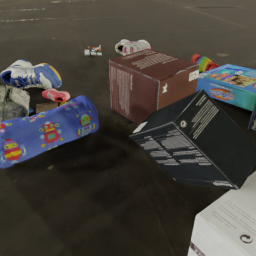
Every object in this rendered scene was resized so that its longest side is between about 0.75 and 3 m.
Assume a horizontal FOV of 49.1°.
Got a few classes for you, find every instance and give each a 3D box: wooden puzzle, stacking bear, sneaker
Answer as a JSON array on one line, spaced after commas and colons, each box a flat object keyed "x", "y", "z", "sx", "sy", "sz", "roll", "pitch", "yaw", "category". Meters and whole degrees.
[{"x": -2.764, "y": -0.668, "z": 9.609, "sx": 1.236, "sy": 0.145, "sz": 0.834, "roll": -4, "pitch": 29, "yaw": -6, "category": "wooden puzzle"}, {"x": 3.448, "y": -2.748, "z": 12.372, "sx": 1.223, "sy": 0.743, "sz": 0.696, "roll": 33, "pitch": 46, "yaw": 28, "category": "stacking bear"}, {"x": 0.200, "y": -3.952, "z": 14.123, "sx": 2.016, "sy": 0.820, "sz": 0.889, "roll": 12, "pitch": 35, "yaw": 33, "category": "sneaker"}, {"x": -2.660, "y": -1.163, "z": 10.124, "sx": 1.057, "sy": 0.390, "sz": 0.458, "roll": 7, "pitch": 35, "yaw": 11, "category": "sneaker"}, {"x": -3.766, "y": -1.848, "z": 10.796, "sx": 2.809, "sy": 1.057, "sz": 1.238, "roll": 15, "pitch": 45, "yaw": 35, "category": "sneaker"}]

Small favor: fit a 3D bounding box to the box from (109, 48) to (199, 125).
[{"x": 0.765, "y": -1.266, "z": 8.959, "sx": 1.829, "sy": 1.811, "sz": 2.205, "roll": -25, "pitch": 41, "yaw": -33, "category": "box"}]

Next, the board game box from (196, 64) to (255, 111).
[{"x": 4.072, "y": -1.577, "z": 10.211, "sx": 2.148, "sy": 0.635, "sz": 2.824, "roll": -22, "pitch": 32, "yaw": -27, "category": "board game box"}]

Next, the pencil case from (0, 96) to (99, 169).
[{"x": -2.291, "y": 0.037, "z": 7.584, "sx": 2.974, "sy": 1.160, "sz": 1.291, "roll": -22, "pitch": 23, "yaw": -30, "category": "pencil case"}]

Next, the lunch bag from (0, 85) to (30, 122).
[{"x": -3.792, "y": -0.751, "z": 9.058, "sx": 1.143, "sy": 0.949, "sz": 1.363, "roll": 6, "pitch": 30, "yaw": -22, "category": "lunch bag"}]

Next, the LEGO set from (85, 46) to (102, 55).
[{"x": -1.864, "y": -4.146, "z": 14.835, "sx": 0.868, "sy": 0.285, "sz": 1.162, "roll": -2, "pitch": 33, "yaw": -9, "category": "LEGO set"}]

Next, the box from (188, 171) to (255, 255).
[{"x": 2.378, "y": 1.945, "z": 4.510, "sx": 1.981, "sy": 1.295, "sz": 1.971, "roll": -23, "pitch": 40, "yaw": -31, "category": "box"}]

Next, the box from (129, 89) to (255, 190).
[{"x": 1.161, "y": 0.319, "z": 5.523, "sx": 0.887, "sy": 1.587, "sz": 2.248, "roll": -45, "pitch": 7, "yaw": -17, "category": "box"}]

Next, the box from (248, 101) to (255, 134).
[{"x": 5.063, "y": -0.478, "z": 7.502, "sx": 1.496, "sy": 2.075, "sz": 2.795, "roll": -25, "pitch": 40, "yaw": -33, "category": "box"}]
